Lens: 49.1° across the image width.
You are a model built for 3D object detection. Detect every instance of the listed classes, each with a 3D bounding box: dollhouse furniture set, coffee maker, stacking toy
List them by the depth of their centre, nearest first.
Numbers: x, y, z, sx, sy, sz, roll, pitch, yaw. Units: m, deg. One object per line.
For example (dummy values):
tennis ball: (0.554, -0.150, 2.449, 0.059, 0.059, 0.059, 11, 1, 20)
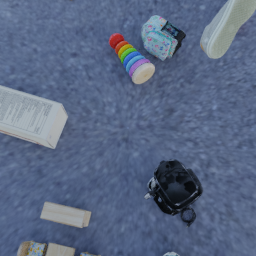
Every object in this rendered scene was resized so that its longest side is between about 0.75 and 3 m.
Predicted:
dollhouse furniture set: (-1.944, 3.516, 7.875, 2.241, 1.698, 2.557, 11, 72, 4)
coffee maker: (1.497, 1.923, 8.281, 1.875, 1.952, 1.315, 33, 75, 11)
stacking toy: (0.042, -2.723, 10.490, 0.940, 0.940, 2.203, -30, 68, -10)

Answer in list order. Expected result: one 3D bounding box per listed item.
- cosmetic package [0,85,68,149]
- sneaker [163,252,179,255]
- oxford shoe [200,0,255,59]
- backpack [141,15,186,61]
cosmetic package: (-3.597, -0.399, 9.480, 2.680, 1.169, 1.385, 18, 72, 6)
sneaker: (1.267, 5.007, 7.664, 1.131, 1.162, 2.918, -5, 72, -1)
oxford shoe: (3.060, -3.368, 8.450, 2.703, 1.016, 0.781, -57, 37, 6)
backpack: (1.184, -3.348, 10.390, 1.489, 1.322, 1.121, 40, 73, 8)
